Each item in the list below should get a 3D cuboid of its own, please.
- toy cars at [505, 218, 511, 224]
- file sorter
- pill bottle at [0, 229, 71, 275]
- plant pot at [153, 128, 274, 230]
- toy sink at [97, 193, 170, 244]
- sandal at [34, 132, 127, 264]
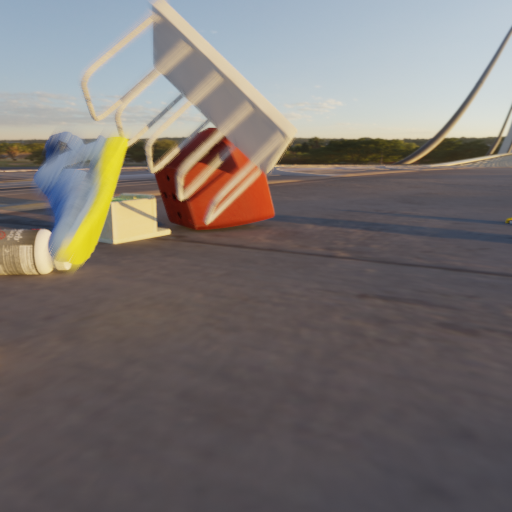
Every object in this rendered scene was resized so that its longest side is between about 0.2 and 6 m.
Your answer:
[{"bbox_3d":[5.430,-0.712,11.203,0.421,0.208,0.938,-5,12,-23],"label":"toy cars"},{"bbox_3d":[-1.059,-1.992,8.558,1.658,2.662,1.847,-47,2,-12],"label":"file sorter"},{"bbox_3d":[-2.813,-0.050,6.916,0.971,0.562,0.562,-1,11,-3],"label":"pill bottle"},{"bbox_3d":[-0.922,-1.375,10.701,1.549,1.756,1.757,-27,25,-28],"label":"plant pot"},{"bbox_3d":[-2.231,-0.688,9.684,0.860,0.739,1.320,9,14,37],"label":"toy sink"},{"bbox_3d":[-1.709,-0.602,5.206,0.746,0.681,1.713,17,38,-18],"label":"sandal"}]
